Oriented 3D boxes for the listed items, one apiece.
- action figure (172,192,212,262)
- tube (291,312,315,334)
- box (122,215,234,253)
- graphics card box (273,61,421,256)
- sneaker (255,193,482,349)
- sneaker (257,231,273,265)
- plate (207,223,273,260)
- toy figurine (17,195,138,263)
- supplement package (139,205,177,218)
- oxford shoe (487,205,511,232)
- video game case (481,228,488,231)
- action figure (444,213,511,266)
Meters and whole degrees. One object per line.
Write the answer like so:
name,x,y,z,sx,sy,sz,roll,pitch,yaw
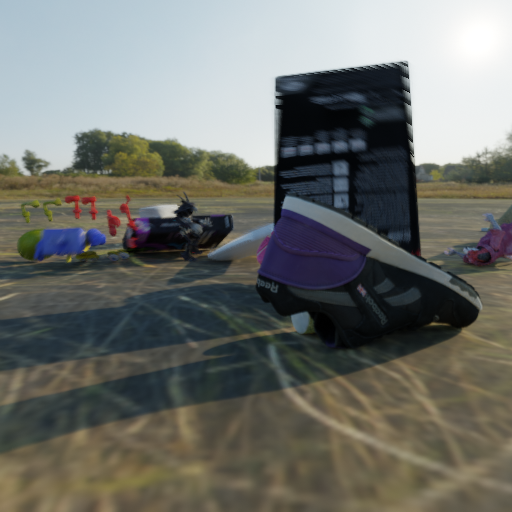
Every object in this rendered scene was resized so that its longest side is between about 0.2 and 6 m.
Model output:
action figure,-1.124,-0.532,9.933,0.593,1.163,0.691,7,24,22
tube,1.004,0.560,5.440,1.351,0.392,0.351,0,-30,-26
box,-1.534,-0.410,10.826,1.927,0.348,1.378,-5,-13,-20
graphics card box,1.140,-1.029,7.275,1.811,2.887,0.734,-4,-16,14
sneaker,0.983,0.372,4.995,2.364,1.035,0.895,25,0,-29
sneaker,0.922,-0.167,8.079,1.827,0.799,0.674,-25,39,3
plate,0.338,-0.399,10.107,1.887,0.306,1.891,-20,7,30
toy figurine,-3.225,-0.415,9.277,2.203,1.162,1.320,0,6,6
supplement package,-2.217,-0.867,12.867,0.560,0.553,0.924,-3,8,13
oxford shoe,5.725,-0.703,12.004,0.987,1.048,2.802,0,8,3
video game case,7.032,-0.739,15.931,0.818,0.099,0.898,-5,9,-34
action figure,3.980,-0.069,9.485,1.469,1.094,0.984,-25,-22,-42
